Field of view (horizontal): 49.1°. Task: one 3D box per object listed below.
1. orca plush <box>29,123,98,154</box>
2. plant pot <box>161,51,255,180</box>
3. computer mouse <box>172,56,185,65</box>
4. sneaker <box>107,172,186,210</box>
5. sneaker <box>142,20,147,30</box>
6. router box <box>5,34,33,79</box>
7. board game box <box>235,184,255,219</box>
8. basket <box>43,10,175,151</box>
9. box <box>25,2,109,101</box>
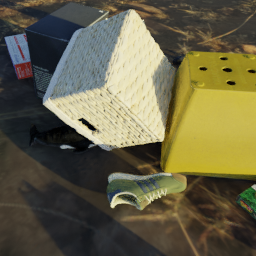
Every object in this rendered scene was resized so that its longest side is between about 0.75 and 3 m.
[{"bbox_3d":[-1.865,0.010,8.722,2.513,0.893,1.322,8,42,9],"label":"orca plush"},{"bbox_3d":[2.570,-0.553,8.078,2.947,2.600,2.947,5,42,4],"label":"plant pot"},{"bbox_3d":[2.752,-3.174,12.765,1.365,0.314,0.958,10,43,11],"label":"computer mouse"},{"bbox_3d":[0.453,1.666,7.064,2.043,0.685,0.917,0,45,6],"label":"sneaker"},{"bbox_3d":[-0.400,-5.052,14.120,2.935,1.318,0.984,15,44,17],"label":"sneaker"},{"bbox_3d":[-4.009,-3.529,12.844,2.657,0.723,2.961,-17,44,-18],"label":"router box"},{"bbox_3d":[4.123,2.315,6.577,1.463,0.328,2.793,-25,47,-23],"label":"board game box"},{"bbox_3d":[-0.300,-1.192,7.754,2.205,2.718,2.742,-9,54,36],"label":"basket"},{"bbox_3d":[-2.049,-2.652,10.205,1.720,2.768,2.790,20,44,12],"label":"box"}]
